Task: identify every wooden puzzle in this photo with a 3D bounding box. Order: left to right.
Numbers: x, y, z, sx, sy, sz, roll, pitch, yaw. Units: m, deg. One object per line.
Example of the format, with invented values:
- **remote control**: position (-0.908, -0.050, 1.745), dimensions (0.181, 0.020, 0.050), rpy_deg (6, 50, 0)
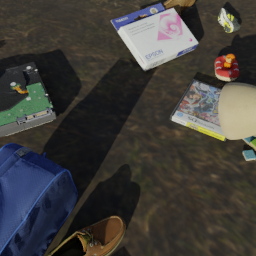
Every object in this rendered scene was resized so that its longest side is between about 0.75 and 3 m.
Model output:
- **wooden puzzle**: position (4.228, 0.419, 7.854), dimensions (2.333, 0.164, 1.383), rpy_deg (-25, 55, -19)

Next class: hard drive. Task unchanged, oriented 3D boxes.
- **hard drive**: position (-3.450, -0.977, 8.757), dimensions (1.787, 0.484, 2.557), rpy_deg (-21, 52, -17)

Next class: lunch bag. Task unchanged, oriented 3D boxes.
- **lunch bag**: position (-2.397, 1.603, 5.827), dimensions (1.752, 1.798, 2.647), rpy_deg (21, 54, 16)

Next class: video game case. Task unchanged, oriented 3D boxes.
- **video game case**: position (2.464, -0.628, 8.660), dimensions (1.724, 0.243, 1.907), rpy_deg (23, 54, 18)

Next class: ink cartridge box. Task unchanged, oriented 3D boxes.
- **ink cartridge box**: position (0.986, -3.567, 10.374), dimensions (2.398, 0.529, 2.443), rpy_deg (-28, 79, -20)

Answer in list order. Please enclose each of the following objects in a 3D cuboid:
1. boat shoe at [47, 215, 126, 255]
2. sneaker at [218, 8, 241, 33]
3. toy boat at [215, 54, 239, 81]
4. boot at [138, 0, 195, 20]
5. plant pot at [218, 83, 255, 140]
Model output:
- **boat shoe**: position (-0.848, 2.458, 5.869), dimensions (1.956, 0.665, 0.704), rpy_deg (-31, 57, -23)
- **sneaker**: position (4.212, -4.466, 11.684), dimensions (0.585, 0.515, 1.384), rpy_deg (-4, 60, -11)
- **toy boat**: position (3.429, -2.177, 9.576), dimensions (0.772, 0.773, 1.183), rpy_deg (6, 51, 5)
- **boot**: position (1.852, -4.749, 11.708), dimensions (2.910, 1.071, 1.098), rpy_deg (-33, 76, -18)
- **plant pot**: position (3.236, -0.460, 7.412), dimensions (1.057, 1.574, 1.574), rpy_deg (0, 42, 43)
